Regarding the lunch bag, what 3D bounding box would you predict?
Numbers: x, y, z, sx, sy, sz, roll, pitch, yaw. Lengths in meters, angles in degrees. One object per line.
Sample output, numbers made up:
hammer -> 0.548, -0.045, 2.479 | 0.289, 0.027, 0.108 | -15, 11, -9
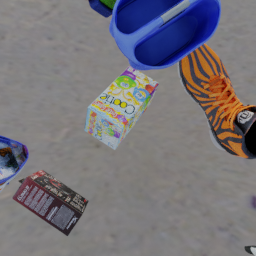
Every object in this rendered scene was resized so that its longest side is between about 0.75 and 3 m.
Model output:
lunch bag -> -2.447, 0.738, 3.971 | 1.740, 1.480, 1.078 | -12, 71, -42

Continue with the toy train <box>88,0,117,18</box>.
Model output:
toy train -> -0.389, -3.126, 4.856 | 1.191, 0.871, 2.058 | -23, 78, 26

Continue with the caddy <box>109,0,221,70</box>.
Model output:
caddy -> 0.573, -1.721, 4.434 | 1.861, 0.977, 1.315 | -36, 103, -9

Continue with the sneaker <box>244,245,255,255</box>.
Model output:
sneaker -> 2.015, 1.901, 3.986 | 0.306, 0.827, 0.366 | 16, 74, -25

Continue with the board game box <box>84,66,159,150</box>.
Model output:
board game box -> -0.131, -0.488, 6.396 | 0.861, 0.877, 1.672 | 32, 55, 9

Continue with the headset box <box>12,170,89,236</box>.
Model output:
headset box -> -1.472, 1.329, 5.339 | 1.332, 0.990, 0.500 | 35, 88, -1

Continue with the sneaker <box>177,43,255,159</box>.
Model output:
sneaker -> 1.984, -0.544, 5.460 | 1.027, 1.484, 2.648 | -34, 105, -4
